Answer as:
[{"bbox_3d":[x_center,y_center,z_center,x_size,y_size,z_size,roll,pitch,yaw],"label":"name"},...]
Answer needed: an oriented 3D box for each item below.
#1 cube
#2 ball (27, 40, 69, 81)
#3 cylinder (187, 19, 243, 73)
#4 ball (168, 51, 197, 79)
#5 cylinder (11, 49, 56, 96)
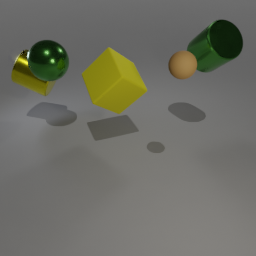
[{"bbox_3d":[-0.469,-1.553,9.515,1.400,1.400,1.400,19,40,-50],"label":"cube"},{"bbox_3d":[-2.742,-2.316,9.672,1.400,1.400,1.400,0,31,0],"label":"ball"},{"bbox_3d":[3.012,-2.827,9.838,1.400,1.400,1.400,-11,-4,-18],"label":"cylinder"},{"bbox_3d":[1.354,-1.560,6.954,0.700,0.700,0.700,0,31,0],"label":"ball"},{"bbox_3d":[-3.615,-2.162,11.058,1.400,1.400,1.400,24,30,-7],"label":"cylinder"}]
